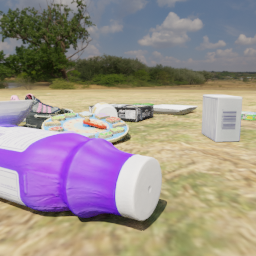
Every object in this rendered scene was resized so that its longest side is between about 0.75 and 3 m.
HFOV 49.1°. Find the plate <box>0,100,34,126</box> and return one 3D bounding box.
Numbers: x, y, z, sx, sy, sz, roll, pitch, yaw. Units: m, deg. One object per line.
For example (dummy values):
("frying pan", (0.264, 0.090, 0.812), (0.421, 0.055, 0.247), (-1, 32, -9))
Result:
("plate", (-2.719, 0.233, 4.362), (2.027, 0.328, 2.023), (-34, -13, 37))

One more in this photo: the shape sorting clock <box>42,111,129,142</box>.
("shape sorting clock", (-1.071, -0.061, 7.196), (2.196, 0.431, 2.196), (7, 17, -2))

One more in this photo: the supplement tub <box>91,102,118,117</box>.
("supplement tub", (-0.769, -0.425, 9.160), (0.765, 0.765, 1.057), (-2, 10, -14))

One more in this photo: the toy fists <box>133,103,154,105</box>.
("toy fists", (0.722, -1.052, 14.047), (1.193, 0.410, 0.608), (5, 4, 37))

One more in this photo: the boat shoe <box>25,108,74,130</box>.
("boat shoe", (-1.934, -0.249, 8.346), (0.855, 0.682, 2.260), (10, 14, 40))

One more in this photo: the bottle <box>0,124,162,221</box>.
("bottle", (-0.925, 0.485, 3.411), (2.674, 0.873, 1.117), (6, 11, 30))

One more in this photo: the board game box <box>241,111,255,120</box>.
("board game box", (4.636, -0.535, 11.428), (1.068, 0.231, 1.588), (-7, 12, -34))

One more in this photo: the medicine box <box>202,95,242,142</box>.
("medicine box", (2.414, -0.295, 7.349), (0.629, 1.114, 1.223), (0, 10, -2))

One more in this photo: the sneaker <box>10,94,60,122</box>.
("sneaker", (-3.056, -0.723, 9.531), (0.776, 0.908, 2.213), (0, 7, 23))

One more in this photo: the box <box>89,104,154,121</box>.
("box", (-0.236, -0.647, 11.169), (2.097, 0.522, 1.653), (4, 10, 27))

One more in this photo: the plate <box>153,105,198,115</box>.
("plate", (2.016, -0.873, 13.173), (1.972, 0.319, 1.976), (5, 11, 34))
